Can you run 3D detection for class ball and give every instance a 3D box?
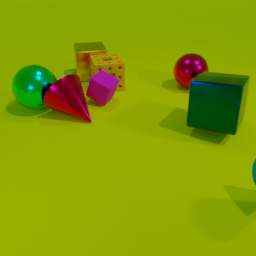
[{"bbox_3d":[2.253,-2.046,10.046,1.246,1.246,1.246,0,34,0],"label":"ball"},{"bbox_3d":[-2.885,-1.268,8.747,1.397,1.397,1.397,0,34,0],"label":"ball"}]

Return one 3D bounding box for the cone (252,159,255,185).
[{"bbox_3d":[3.056,0.882,5.398,0.871,0.868,0.868,8,30,-22],"label":"cone"}]

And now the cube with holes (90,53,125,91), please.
[{"bbox_3d":[-0.742,-2.002,10.167,1.040,1.040,1.040,-9,35,-13],"label":"cube with holes"}]

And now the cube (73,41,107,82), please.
[{"bbox_3d":[-1.460,-2.611,10.962,1.175,1.175,1.175,-7,34,-11],"label":"cube"}]

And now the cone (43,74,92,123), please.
[{"bbox_3d":[-1.543,-0.638,8.428,1.394,1.389,1.389,45,49,15],"label":"cone"}]

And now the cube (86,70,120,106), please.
[{"bbox_3d":[-0.835,-1.322,9.174,0.732,0.732,0.732,30,42,5],"label":"cube"}]

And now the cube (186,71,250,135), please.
[{"bbox_3d":[2.471,-0.733,7.671,1.308,1.308,1.308,12,26,27],"label":"cube"}]
